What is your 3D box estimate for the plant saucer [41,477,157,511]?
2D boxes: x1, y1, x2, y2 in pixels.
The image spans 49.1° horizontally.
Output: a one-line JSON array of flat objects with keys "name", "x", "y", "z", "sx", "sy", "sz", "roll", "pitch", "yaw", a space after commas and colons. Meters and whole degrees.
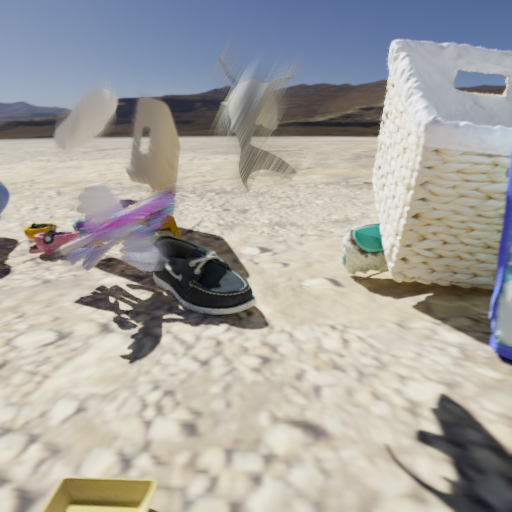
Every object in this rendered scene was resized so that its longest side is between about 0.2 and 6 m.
[{"name": "plant saucer", "x": -0.915, "y": 1.507, "z": 3.171, "sx": 0.602, "sy": 0.146, "sz": 0.602, "roll": 1, "pitch": 14, "yaw": 3}]

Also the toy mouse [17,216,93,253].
[{"name": "toy mouse", "x": -3.255, "y": -0.329, "z": 9.709, "sx": 1.625, "sy": 0.354, "sz": 1.828, "roll": 2, "pitch": 15, "yaw": 9}]

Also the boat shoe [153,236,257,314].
[{"name": "boat shoe", "x": -0.764, "y": 0.200, "z": 7.113, "sx": 0.783, "sy": 0.625, "sz": 2.071, "roll": -19, "pitch": 23, "yaw": -37}]

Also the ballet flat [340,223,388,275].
[{"name": "ballet flat", "x": 2.274, "y": -0.170, "z": 8.261, "sx": 2.382, "sy": 0.855, "sz": 0.855, "roll": -6, "pitch": 16, "yaw": -18}]

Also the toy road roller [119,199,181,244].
[{"name": "toy road roller", "x": -1.796, "y": -0.320, "z": 9.254, "sx": 0.788, "sy": 0.936, "sz": 1.283, "roll": -7, "pitch": 53, "yaw": -26}]

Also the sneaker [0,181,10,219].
[{"name": "sneaker", "x": -4.820, "y": -0.535, "z": 9.210, "sx": 1.356, "sy": 1.333, "sz": 3.522, "roll": 13, "pitch": 19, "yaw": -4}]

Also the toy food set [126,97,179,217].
[{"name": "toy food set", "x": -1.983, "y": -1.761, "z": 10.802, "sx": 0.683, "sy": 1.623, "sz": 2.262, "roll": 3, "pitch": -15, "yaw": 1}]

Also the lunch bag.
[{"name": "lunch bag", "x": 3.631, "y": -0.118, "z": 4.591, "sx": 3.019, "sy": 2.567, "sz": 1.924, "roll": 8, "pitch": 16, "yaw": 27}]

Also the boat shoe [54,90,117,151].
[{"name": "boat shoe", "x": -2.966, "y": -2.409, "z": 10.046, "sx": 1.528, "sy": 0.550, "sz": 0.524, "roll": -40, "pitch": -3, "yaw": 26}]

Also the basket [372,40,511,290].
[{"name": "basket", "x": 3.040, "y": -1.223, "z": 7.319, "sx": 2.782, "sy": 2.258, "sz": 2.807, "roll": 6, "pitch": 40, "yaw": -1}]

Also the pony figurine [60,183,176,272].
[{"name": "pony figurine", "x": -1.822, "y": -0.373, "z": 7.335, "sx": 1.529, "sy": 1.273, "sz": 1.476, "roll": -28, "pitch": 16, "yaw": 27}]

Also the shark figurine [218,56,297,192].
[{"name": "shark figurine", "x": 0.071, "y": -1.498, "z": 5.588, "sx": 0.752, "sy": 1.077, "sz": 1.802, "roll": -20, "pitch": 29, "yaw": 17}]
